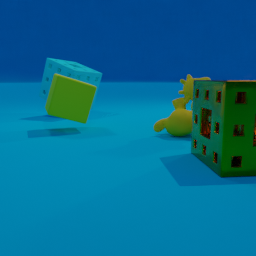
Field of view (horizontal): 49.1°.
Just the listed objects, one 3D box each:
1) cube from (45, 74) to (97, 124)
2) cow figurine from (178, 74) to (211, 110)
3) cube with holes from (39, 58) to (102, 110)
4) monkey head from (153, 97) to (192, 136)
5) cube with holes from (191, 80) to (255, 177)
[{"bbox_3d":[-1.450,-0.746,6.980,0.950,0.950,0.950,15,7,-23],"label":"cube"},{"bbox_3d":[1.808,-0.702,6.910,1.409,0.786,1.432,13,-18,-5],"label":"cow figurine"},{"bbox_3d":[-1.976,-1.488,9.657,1.351,1.351,1.351,27,19,28],"label":"cube with holes"},{"bbox_3d":[1.196,-0.269,6.381,1.247,0.897,0.751,-17,-6,23],"label":"monkey head"},{"bbox_3d":[1.807,-0.088,4.309,1.275,1.275,1.275,-1,10,-5],"label":"cube with holes"}]
